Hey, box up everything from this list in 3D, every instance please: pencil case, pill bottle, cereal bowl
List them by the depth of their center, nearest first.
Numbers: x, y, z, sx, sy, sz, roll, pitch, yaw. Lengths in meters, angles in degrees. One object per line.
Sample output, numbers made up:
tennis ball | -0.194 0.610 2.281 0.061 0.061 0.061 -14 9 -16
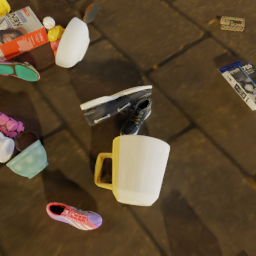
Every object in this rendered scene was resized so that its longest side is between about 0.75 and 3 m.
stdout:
pill bottle | -4.725 0.464 9.046 1.859 1.045 1.045 17 63 8
pencil case | -4.390 -0.259 9.669 1.573 0.737 0.714 30 110 15
cereal bowl | -2.001 -3.123 10.636 0.783 1.879 1.879 25 63 -7

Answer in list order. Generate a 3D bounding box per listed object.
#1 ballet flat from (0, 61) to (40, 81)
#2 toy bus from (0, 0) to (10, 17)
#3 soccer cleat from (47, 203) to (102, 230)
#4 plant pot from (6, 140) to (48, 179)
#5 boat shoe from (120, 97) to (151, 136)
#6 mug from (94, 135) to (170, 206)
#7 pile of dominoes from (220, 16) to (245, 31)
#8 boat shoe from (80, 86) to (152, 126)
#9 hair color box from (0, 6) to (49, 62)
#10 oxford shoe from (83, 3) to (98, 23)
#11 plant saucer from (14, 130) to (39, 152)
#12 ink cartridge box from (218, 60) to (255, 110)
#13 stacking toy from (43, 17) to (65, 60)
ballet flat | -4.279 -2.299 10.855 1.963 0.679 0.699 9 36 5
toy bus | -6.434 -4.878 11.924 2.088 1.417 2.004 13 78 10
soccer cleat | -1.579 2.543 8.144 1.656 0.633 0.552 13 62 8
plant pot | -3.029 1.061 8.752 1.208 1.208 0.809 -40 97 -19
boat shoe | 0.253 -0.351 9.666 0.572 0.734 1.618 30 65 15
mug | 0.181 1.375 8.476 1.743 2.176 1.786 18 68 -27
pile of dominoes | 4.627 -4.639 12.338 1.052 0.168 0.820 8 61 5
boat shoe | -0.277 -0.837 9.839 2.782 1.028 0.839 -22 98 -29
hair color box | -4.899 -3.724 11.434 2.770 0.885 1.536 -31 66 -14
oxford shoe | -1.742 -5.094 12.509 0.440 0.440 1.234 3 54 27
plant saucer | -3.443 0.471 9.556 0.812 0.149 0.812 0 61 0
ink cartridge box | 4.529 -1.779 10.637 1.101 0.434 2.214 -25 63 -12
stacking toy | -2.574 -3.414 10.517 1.195 1.635 1.195 -18 40 15
